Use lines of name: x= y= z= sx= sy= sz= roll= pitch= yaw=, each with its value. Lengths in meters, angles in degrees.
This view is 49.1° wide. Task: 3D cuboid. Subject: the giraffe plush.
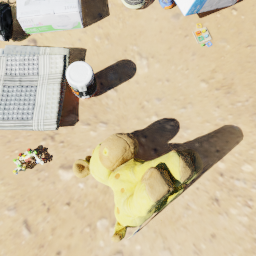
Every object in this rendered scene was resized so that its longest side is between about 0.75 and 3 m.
giraffe plush: x=0.046 y=1.091 z=7.075 sx=2.326 sy=2.475 sz=2.869 roll=48 pitch=115 yaw=21

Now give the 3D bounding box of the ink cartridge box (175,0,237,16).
ink cartridge box: x=2.638 y=-4.628 z=8.821 sx=2.697 sy=0.900 sz=1.562 roll=-21 pitch=75 yaw=-23

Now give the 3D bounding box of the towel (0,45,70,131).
towel: x=-3.108 y=-1.240 z=8.214 sx=2.585 sy=0.464 sz=2.685 roll=2 pitch=74 yaw=8

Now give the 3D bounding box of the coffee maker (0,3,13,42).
coffee maker: x=-4.416 y=-3.404 z=8.388 sx=1.583 sy=1.521 sz=1.066 roll=5 pitch=59 yaw=-1

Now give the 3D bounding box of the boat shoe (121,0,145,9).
boat shoe: x=0.058 y=-5.209 z=9.199 sx=0.971 sy=0.859 sz=2.652 roll=-8 pitch=74 yaw=-1

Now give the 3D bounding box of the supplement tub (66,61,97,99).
supplement tub: x=-1.284 y=-1.303 z=7.958 sx=0.749 sy=1.222 sz=0.749 roll=0 pitch=75 yaw=0

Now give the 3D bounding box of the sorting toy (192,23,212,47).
sorting toy: x=2.385 y=-2.995 z=8.988 sx=0.517 sy=0.125 sz=0.919 roll=-19 pitch=75 yaw=-5

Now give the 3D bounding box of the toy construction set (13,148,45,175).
toy construction set: x=-2.790 y=0.911 z=7.787 sx=0.875 sy=0.403 sz=0.573 roll=-20 pitch=52 yaw=-13

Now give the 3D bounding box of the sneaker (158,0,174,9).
sneaker: x=1.078 y=-4.674 z=9.201 sx=0.568 sy=0.592 sz=1.509 roll=-31 pitch=77 yaw=-9

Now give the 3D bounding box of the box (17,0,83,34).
box: x=-2.453 y=-3.994 z=8.848 sx=1.875 sy=0.907 sz=1.654 roll=-8 pitch=76 yaw=-3
